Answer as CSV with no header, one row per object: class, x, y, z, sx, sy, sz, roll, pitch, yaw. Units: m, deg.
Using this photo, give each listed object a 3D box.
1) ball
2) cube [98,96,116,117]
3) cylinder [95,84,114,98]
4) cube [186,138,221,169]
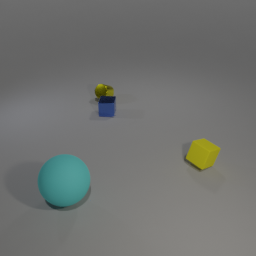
ball,-1.735,1.418,7.645,1.400,1.400,1.400,0,31,0
cube,-0.911,-0.961,12.419,0.700,0.700,0.700,3,33,4
cylinder,-1.131,-1.746,13.502,0.700,0.700,0.700,16,9,25
cube,2.472,0.838,9.221,0.700,0.700,0.700,-7,33,-43
